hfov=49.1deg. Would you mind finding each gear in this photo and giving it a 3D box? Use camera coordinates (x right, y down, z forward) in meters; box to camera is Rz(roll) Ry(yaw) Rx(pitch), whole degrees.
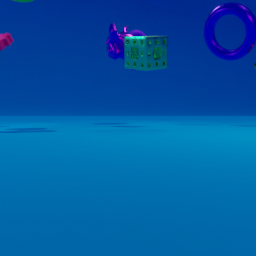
[{"bbox_3d":[-3.932,-2.392,8.114,1.171,0.217,1.171,-14,36,10],"label":"gear"}]

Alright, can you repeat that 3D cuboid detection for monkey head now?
[{"bbox_3d":[-0.186,-3.177,10.250,1.167,1.937,1.394,-9,-33,-11],"label":"monkey head"}]

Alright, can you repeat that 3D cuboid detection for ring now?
[{"bbox_3d":[3.513,-3.295,9.694,0.391,1.957,1.957,-32,22,-35],"label":"ring"}]

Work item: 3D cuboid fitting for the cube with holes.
[{"bbox_3d":[0.535,-2.247,8.332,0.923,0.923,0.923,-16,24,-38],"label":"cube with holes"}]

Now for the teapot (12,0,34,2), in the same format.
[{"bbox_3d":[-1.928,-2.725,5.043,1.367,0.669,0.850,0,-3,8],"label":"teapot"}]

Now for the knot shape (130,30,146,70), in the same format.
[{"bbox_3d":[0.031,-3.340,11.938,1.551,1.657,0.766,7,-13,8],"label":"knot shape"}]

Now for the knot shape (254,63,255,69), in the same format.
[{"bbox_3d":[4.661,-1.832,9.235,1.141,0.527,1.068,15,39,36],"label":"knot shape"}]
